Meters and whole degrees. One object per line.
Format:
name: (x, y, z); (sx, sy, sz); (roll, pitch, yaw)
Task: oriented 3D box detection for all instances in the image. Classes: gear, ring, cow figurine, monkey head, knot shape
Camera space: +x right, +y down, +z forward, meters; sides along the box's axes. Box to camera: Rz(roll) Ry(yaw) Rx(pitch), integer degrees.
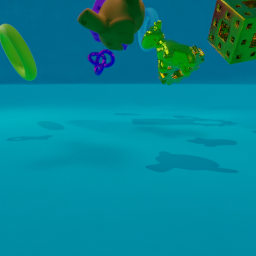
gear: (1.915, -2.200, 10.055); (1.751, 0.324, 1.751); (-26, -18, -9)
ring: (-3.714, -2.510, 9.438); (0.393, 1.966, 1.966); (-34, 25, -24)
cow figurine: (1.018, -1.997, 6.979); (1.357, 1.335, 0.745); (7, -31, -11)
monkey head: (-0.298, -2.087, 5.207); (1.170, 0.980, 1.627); (19, -18, -30)
ring: (0.787, -3.902, 11.147); (0.330, 1.648, 1.648); (-1, 10, -18)
knot shape: (-1.127, -2.988, 12.358); (1.147, 1.226, 0.566); (-23, -16, 13)

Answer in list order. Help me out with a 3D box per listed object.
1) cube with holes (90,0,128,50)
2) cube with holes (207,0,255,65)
cube with holes: (-0.529, -3.898, 10.265); (1.315, 1.315, 1.315); (20, -5, 8)
cube with holes: (3.168, -2.732, 7.605); (1.297, 1.297, 1.297); (-13, 50, -11)
